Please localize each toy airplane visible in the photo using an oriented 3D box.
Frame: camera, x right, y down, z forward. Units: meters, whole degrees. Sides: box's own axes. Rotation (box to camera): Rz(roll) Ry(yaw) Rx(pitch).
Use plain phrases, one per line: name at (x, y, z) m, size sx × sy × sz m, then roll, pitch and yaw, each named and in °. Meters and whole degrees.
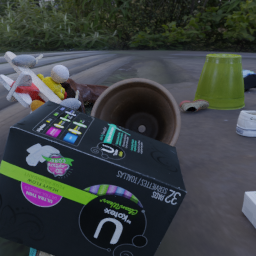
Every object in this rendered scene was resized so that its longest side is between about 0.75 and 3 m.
toy airplane at (-3.060, -1.520, 10.116) m, size 2.099 × 2.974 × 2.961 m, roll -45°, pitch 33°, yaw 0°

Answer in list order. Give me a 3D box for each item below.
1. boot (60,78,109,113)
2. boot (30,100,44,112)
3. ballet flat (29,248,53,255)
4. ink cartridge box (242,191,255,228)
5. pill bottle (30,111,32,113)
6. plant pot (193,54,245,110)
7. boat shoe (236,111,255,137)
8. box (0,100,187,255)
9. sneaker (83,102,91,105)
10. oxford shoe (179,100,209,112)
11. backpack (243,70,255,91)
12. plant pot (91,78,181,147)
boot at (-1.546, -1.256, 12.980) m, size 2.939 × 0.944 × 2.739 m, roll 9°, pitch 42°, yaw -44°
boot at (-2.043, -0.372, 8.786) m, size 1.369 × 1.912 × 0.673 m, roll -23°, pitch 30°, yaw 48°
ballet flat at (-1.466, 1.734, 5.153) m, size 0.736 × 0.663 × 1.955 m, roll 15°, pitch 17°, yaw -28°
ink cartridge box at (2.931, 1.690, 5.262) m, size 1.031 × 0.493 × 1.175 m, roll -2°, pitch 20°, yaw -6°
pill bottle at (-3.698, -0.621, 11.720) m, size 0.510 × 0.510 × 0.892 m, roll 2°, pitch 20°, yaw 5°
plant pot at (4.604, -2.387, 13.836) m, size 2.514 × 2.420 × 2.514 m, roll 0°, pitch 20°, yaw 0°
boat shoe at (5.362, -0.477, 10.196) m, size 2.943 × 1.255 × 1.087 m, roll -3°, pitch 20°, yaw -9°
box at (-0.612, 0.915, 4.491) m, size 2.440 × 1.812 × 1.517 m, roll 20°, pitch 19°, yaw -4°
sneaker at (-2.041, -1.483, 14.179) m, size 0.707 × 0.695 × 1.835 m, roll 44°, pitch 36°, yaw 22°
oxford shoe at (3.114, -0.930, 12.836) m, size 1.507 × 0.531 × 0.563 m, roll -6°, pitch 46°, yaw -18°
backpack at (6.989, -3.035, 17.531) m, size 1.548 × 1.459 × 1.897 m, roll -20°, pitch 10°, yaw -16°
plant pot at (0.291, -0.031, 7.913) m, size 2.315 × 2.315 × 2.019 m, roll 3°, pitch -6°, yaw 8°
